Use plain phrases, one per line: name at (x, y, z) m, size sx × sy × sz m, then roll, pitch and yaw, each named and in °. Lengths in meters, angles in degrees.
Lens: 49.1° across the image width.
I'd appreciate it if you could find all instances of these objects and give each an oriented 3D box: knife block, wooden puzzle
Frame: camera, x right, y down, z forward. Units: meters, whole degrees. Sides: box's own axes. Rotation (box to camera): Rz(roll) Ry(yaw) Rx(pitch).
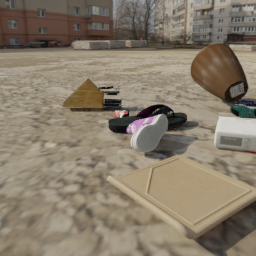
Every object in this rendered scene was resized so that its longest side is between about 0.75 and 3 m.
knife block at (-1.333, -1.054, 11.427) m, size 2.047 × 1.797 × 0.655 m, roll -43°, pitch 5°, yaw 3°
wooden puzzle at (1.062, 1.188, 5.333) m, size 2.272 × 0.423 × 2.102 m, roll -8°, pitch 20°, yaw -36°

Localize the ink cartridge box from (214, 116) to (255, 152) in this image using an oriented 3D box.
ink cartridge box at (3.526, 0.150, 8.261) m, size 1.804 × 0.558 × 2.224 m, roll 6°, pitch 13°, yaw 18°

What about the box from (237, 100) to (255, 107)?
box at (5.180, -1.021, 11.977) m, size 0.986 × 0.178 × 0.705 m, roll 9°, pitch 21°, yaw 20°

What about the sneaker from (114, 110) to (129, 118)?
sneaker at (-0.281, -0.415, 10.042) m, size 0.509 × 0.317 × 0.950 m, roll 0°, pitch 18°, yaw 12°

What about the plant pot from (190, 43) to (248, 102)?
plant pot at (4.015, -2.133, 11.773) m, size 2.062 × 2.062 × 2.206 m, roll -5°, pitch 41°, yaw -13°

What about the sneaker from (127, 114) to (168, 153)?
sneaker at (0.329, 0.204, 7.937) m, size 1.092 × 0.694 × 1.916 m, roll -8°, pitch 15°, yaw 31°

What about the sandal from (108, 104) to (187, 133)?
sandal at (0.741, -0.366, 9.236) m, size 2.806 × 0.672 × 1.055 m, roll -7°, pitch 22°, yaw -18°

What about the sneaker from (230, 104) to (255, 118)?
sneaker at (4.359, -0.627, 10.557) m, size 1.311 × 0.488 × 0.574 m, roll 7°, pitch 7°, yaw -11°
